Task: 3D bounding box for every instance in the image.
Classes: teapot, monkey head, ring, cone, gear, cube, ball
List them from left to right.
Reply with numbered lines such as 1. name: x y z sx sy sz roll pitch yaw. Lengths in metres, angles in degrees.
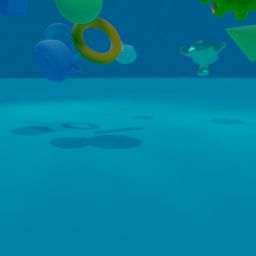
1. cube: -4.005 -4.327 9.424 0.859 0.859 0.859 26 30 14
2. teapot: -1.969 -1.890 7.586 1.857 1.154 0.909 35 58 21
3. ring: -2.309 -2.965 9.830 1.383 1.383 0.277 3 36 16
4. ball: -1.395 -3.706 8.029 1.350 1.350 1.350 0 11 0
5. ring: -1.000 -2.871 9.135 1.704 1.704 0.341 -7 -14 -30
6. teapot: -0.104 -3.069 11.358 0.860 0.677 1.383 -14 42 -7
7. monkey head: 2.819 -2.686 10.493 1.708 1.229 1.029 2 -25 30
8. cone: 3.471 -2.777 8.442 1.176 1.171 1.171 19 11 -3
9. gear: 2.257 -2.962 5.125 1.985 0.367 1.985 1 -34 1
